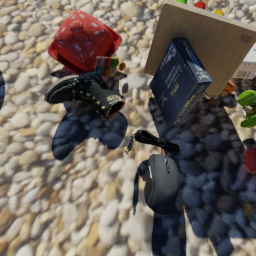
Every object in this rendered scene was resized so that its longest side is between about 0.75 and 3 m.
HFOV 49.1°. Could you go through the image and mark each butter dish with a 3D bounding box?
[{"bbox_3d":[-1.403,-2.734,8.464,1.885,1.394,1.880,35,83,8],"label":"butter dish"}]

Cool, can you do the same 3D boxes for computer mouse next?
[{"bbox_3d":[0.594,0.864,6.669,1.527,0.501,2.175,24,45,-7],"label":"computer mouse"}]

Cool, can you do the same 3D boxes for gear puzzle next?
[{"bbox_3d":[-0.484,-1.796,8.375,1.211,0.627,0.159,-11,35,-44],"label":"gear puzzle"}]

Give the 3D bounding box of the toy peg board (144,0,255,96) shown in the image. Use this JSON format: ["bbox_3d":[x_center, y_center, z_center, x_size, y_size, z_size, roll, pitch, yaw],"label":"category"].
[{"bbox_3d":[1.899,-2.360,7.695,2.374,2.384,1.166,17,58,0],"label":"toy peg board"}]

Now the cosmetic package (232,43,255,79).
[{"bbox_3d":[3.606,-2.113,8.753,0.727,0.728,0.882,4,56,0],"label":"cosmetic package"}]

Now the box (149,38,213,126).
[{"bbox_3d":[1.261,-1.142,7.261,0.472,1.849,1.458,-10,63,-23],"label":"box"}]

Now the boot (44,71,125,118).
[{"bbox_3d":[-1.164,-0.832,7.867,1.935,0.699,1.462,-28,62,-36],"label":"boot"}]

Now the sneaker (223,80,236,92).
[{"bbox_3d":[2.782,-1.509,8.623,1.199,0.438,0.463,33,51,13],"label":"sneaker"}]

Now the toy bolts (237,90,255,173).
[{"bbox_3d":[4.009,0.058,6.942,1.552,2.138,2.238,6,76,-18],"label":"toy bolts"}]
